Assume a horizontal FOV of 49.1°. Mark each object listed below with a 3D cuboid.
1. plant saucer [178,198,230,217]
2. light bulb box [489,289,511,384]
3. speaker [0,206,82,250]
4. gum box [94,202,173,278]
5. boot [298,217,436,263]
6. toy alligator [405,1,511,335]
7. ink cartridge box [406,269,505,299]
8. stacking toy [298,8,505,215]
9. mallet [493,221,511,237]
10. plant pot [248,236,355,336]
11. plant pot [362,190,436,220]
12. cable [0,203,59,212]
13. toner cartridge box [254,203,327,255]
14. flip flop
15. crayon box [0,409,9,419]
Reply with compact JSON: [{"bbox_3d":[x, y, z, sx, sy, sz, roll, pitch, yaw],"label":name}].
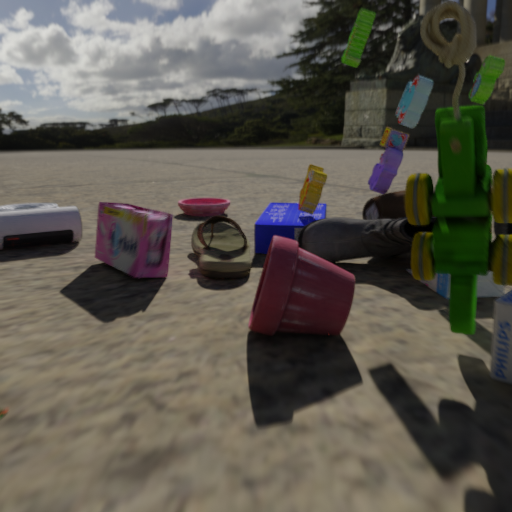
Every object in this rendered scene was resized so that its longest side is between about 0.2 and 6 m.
[{"bbox_3d":[-1.329,-1.242,14.339,1.337,0.339,1.337,-1,14,0],"label":"plant saucer"},{"bbox_3d":[2.967,0.733,5.087,1.250,0.780,1.239,10,17,40],"label":"light bulb box"},{"bbox_3d":[-4.243,-0.523,10.514,1.763,0.716,0.716,-8,15,-31],"label":"speaker"},{"bbox_3d":[-1.930,-0.276,8.779,0.556,0.953,1.680,1,10,-38],"label":"gum box"},{"bbox_3d":[1.914,-0.356,8.855,2.258,0.788,1.486,-7,-2,-22],"label":"boot"},{"bbox_3d":[1.964,-0.741,5.317,0.957,3.226,0.875,1,30,26],"label":"toy alligator"},{"bbox_3d":[2.829,0.162,8.108,0.846,0.498,1.469,-2,14,-7],"label":"ink cartridge box"},{"bbox_3d":[2.619,-2.210,10.266,2.794,3.706,0.871,16,16,-6],"label":"stacking toy"},{"bbox_3d":[5.085,-0.213,9.662,1.077,0.673,3.271,2,17,6],"label":"mallet"},{"bbox_3d":[0.513,0.410,6.139,0.976,1.090,1.090,15,14,-1],"label":"plant pot"},{"bbox_3d":[2.564,-0.736,10.296,1.150,1.075,1.075,2,11,-29],"label":"plant pot"},{"bbox_3d":[-5.095,-0.869,12.420,1.426,0.494,1.426,-11,18,-40],"label":"cable"},{"bbox_3d":[0.748,-0.585,11.055,1.263,0.574,2.660,3,14,8],"label":"toner cartridge box"},{"bbox_3d":[-0.597,-0.270,9.347,1.025,0.727,2.527,-5,17,-4],"label":"flip flop"},{"bbox_3d":[-2.358,1.252,4.118,0.590,0.236,0.929,2,13,9],"label":"crayon box"}]
